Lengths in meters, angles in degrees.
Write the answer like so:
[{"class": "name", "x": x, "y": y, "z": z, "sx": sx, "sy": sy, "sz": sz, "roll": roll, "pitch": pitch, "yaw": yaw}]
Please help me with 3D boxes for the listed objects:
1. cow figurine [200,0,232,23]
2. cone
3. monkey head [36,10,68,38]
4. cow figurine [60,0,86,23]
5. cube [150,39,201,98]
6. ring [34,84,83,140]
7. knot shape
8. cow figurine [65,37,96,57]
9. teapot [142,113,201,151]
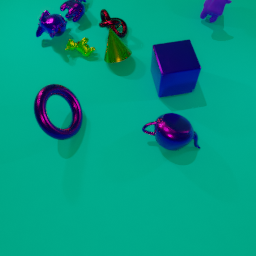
[{"class": "cow figurine", "x": 3.210, "y": -4.571, "z": 10.259, "sx": 0.795, "sy": 1.425, "sz": 1.448, "roll": 19, "pitch": 64, "yaw": -3}, {"class": "cone", "x": -0.477, "y": -2.907, "z": 9.511, "sx": 1.021, "sy": 1.025, "sz": 1.021, "roll": -12, "pitch": 36, "yaw": 8}, {"class": "monkey head", "x": -2.736, "y": -3.559, "z": 9.997, "sx": 0.928, "sy": 1.108, "sz": 1.540, "roll": 31, "pitch": 33, "yaw": -14}, {"class": "cow figurine", "x": -1.952, "y": -4.738, "z": 10.694, "sx": 1.295, "sy": 0.723, "sz": 1.316, "roll": -45, "pitch": 52, "yaw": -6}, {"class": "cube", "x": 1.488, "y": -1.910, "z": 9.077, "sx": 1.243, "sy": 1.243, "sz": 1.243, "roll": -10, "pitch": 62, "yaw": -4}, {"class": "ring", "x": -2.013, "y": -0.478, "z": 8.277, "sx": 0.340, "sy": 1.700, "sz": 1.700, "roll": -14, "pitch": 57, "yaw": 37}, {"class": "knot shape", "x": -0.644, "y": -3.881, "z": 10.287, "sx": 1.161, "sy": 1.240, "sz": 0.573, "roll": 46, "pitch": 116, "yaw": 25}, {"class": "cow figurine", "x": -1.724, "y": -2.847, "z": 9.982, "sx": 0.884, "sy": 0.493, "sz": 0.899, "roll": -35, "pitch": 100, "yaw": 13}, {"class": "teapot", "x": 1.364, "y": 0.186, "z": 8.306, "sx": 1.931, "sy": 0.945, "sz": 1.200, "roll": 13, "pitch": 39, "yaw": -6}]
